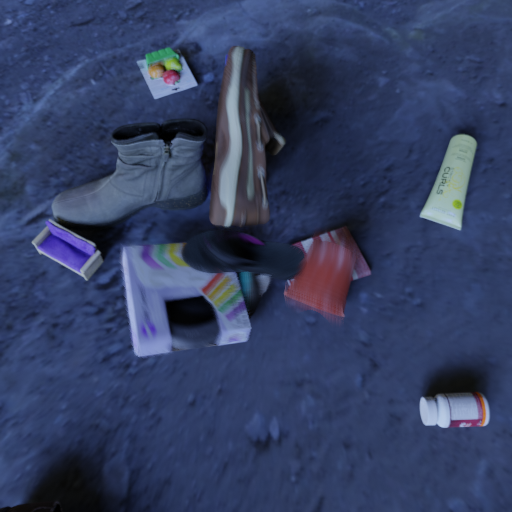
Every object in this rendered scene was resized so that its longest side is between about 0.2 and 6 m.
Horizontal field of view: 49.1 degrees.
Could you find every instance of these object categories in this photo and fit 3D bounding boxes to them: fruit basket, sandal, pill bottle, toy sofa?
[{"bbox_3d":[-2.148,-4.372,13.493,1.106,0.560,1.194,-23,77,-13],"label":"fruit basket"},{"bbox_3d":[-0.238,-0.105,9.031,2.049,0.490,0.770,6,58,11],"label":"sandal"},{"bbox_3d":[3.253,2.539,9.221,0.992,0.543,0.543,-2,59,-1],"label":"pill bottle"},{"bbox_3d":[-3.642,-0.124,10.785,1.288,0.628,0.533,27,63,15],"label":"toy sofa"}]

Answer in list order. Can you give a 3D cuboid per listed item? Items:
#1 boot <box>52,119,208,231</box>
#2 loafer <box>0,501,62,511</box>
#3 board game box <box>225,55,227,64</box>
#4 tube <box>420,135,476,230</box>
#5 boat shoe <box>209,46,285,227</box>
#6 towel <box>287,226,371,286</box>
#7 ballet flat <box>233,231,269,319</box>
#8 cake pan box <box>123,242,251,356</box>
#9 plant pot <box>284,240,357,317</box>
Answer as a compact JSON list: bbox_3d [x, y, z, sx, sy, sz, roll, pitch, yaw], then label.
[{"bbox_3d":[-2.525,-1.694,10.828,3.297,2.154,1.116,-13,60,-8],"label":"boot"},{"bbox_3d":[-2.777,4.722,7.558,1.084,1.115,3.053,-23,62,-12],"label":"loafer"},{"bbox_3d":[-0.385,-2.656,11.674,0.568,1.707,2.538,1,59,1],"label":"board game box"},{"bbox_3d":[4.122,-1.559,11.729,0.636,0.569,2.191,-2,55,45],"label":"tube"},{"bbox_3d":[-0.100,-2.049,9.809,1.190,1.188,3.217,6,82,-8],"label":"boat shoe"},{"bbox_3d":[1.287,0.137,10.897,1.574,0.179,1.133,-19,63,-9],"label":"towel"},{"bbox_3d":[-0.111,0.314,10.524,0.641,0.637,1.873,0,59,-23],"label":"ballet flat"},{"bbox_3d":[-1.268,0.708,9.901,1.962,0.557,2.130,-5,53,-16],"label":"cake pan box"},{"bbox_3d":[1.224,0.366,9.995,1.139,1.139,1.107,20,83,12],"label":"plant pot"}]
